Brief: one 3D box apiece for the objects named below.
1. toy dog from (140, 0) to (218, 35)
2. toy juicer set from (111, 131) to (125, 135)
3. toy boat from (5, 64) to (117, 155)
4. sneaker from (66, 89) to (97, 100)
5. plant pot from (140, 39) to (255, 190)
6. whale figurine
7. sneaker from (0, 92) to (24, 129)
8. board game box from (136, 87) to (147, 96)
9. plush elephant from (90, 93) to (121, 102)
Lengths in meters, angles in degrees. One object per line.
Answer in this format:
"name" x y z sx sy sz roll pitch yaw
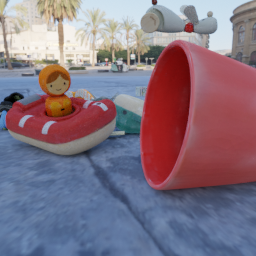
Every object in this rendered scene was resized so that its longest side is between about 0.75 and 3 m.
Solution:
"toy dog" 1.230 -2.898 7.104 1.965 0.946 1.296 -4 23 -13
"toy juicer set" -1.530 -0.237 7.710 1.749 0.748 2.749 -8 16 -33
"toy boat" -1.502 -0.540 6.155 2.604 1.702 1.700 13 32 28
"sneaker" -1.658 -1.051 11.068 0.939 0.951 2.431 5 10 -34
"plant pot" 1.396 -0.076 4.342 1.953 2.207 2.207 6 11 -13
"whale figurine" 0.420 -0.185 7.580 1.899 0.985 1.511 26 8 7
"sneaker" -3.357 -0.652 8.925 0.869 1.016 2.452 2 13 0
"board game box" 0.850 -2.221 16.974 0.774 0.571 0.249 0 11 0
"plush elephant" -0.518 -0.530 8.823 1.256 0.972 1.034 -29 50 16
